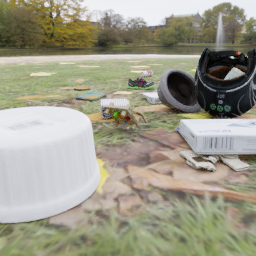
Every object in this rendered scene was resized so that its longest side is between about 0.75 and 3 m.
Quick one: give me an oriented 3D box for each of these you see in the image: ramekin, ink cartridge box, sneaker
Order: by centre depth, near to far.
[{"bbox_3d":[-1.968,0.484,5.615,2.779,1.355,2.779,0,18,0],"label":"ramekin"},{"bbox_3d":[2.826,0.090,7.720,2.619,0.533,2.624,0,12,-1],"label":"ink cartridge box"},{"bbox_3d":[1.419,-1.434,13.218,1.186,0.369,1.474,-6,14,-17],"label":"ink cartridge box"},{"bbox_3d":[0.758,-2.589,16.125,1.626,0.681,0.624,1,18,4],"label":"sneaker"}]

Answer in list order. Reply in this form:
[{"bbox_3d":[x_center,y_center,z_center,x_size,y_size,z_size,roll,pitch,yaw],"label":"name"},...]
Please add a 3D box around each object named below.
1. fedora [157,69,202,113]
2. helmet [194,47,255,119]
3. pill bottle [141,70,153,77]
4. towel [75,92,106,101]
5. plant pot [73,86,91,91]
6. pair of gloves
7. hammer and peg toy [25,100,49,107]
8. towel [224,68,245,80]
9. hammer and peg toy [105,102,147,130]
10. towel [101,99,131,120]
[{"bbox_3d":[2.043,-1.426,11.600,2.149,1.901,0.970,16,-25,-25],"label":"fedora"},{"bbox_3d":[3.604,-1.616,10.145,2.605,2.605,2.484,8,-18,24],"label":"helmet"},{"bbox_3d":[1.434,-4.091,21.102,0.823,0.462,0.462,-12,22,-35],"label":"pill bottle"},{"bbox_3d":[-1.815,-1.546,13.824,1.022,0.151,1.393,7,21,21],"label":"towel"},{"bbox_3d":[-2.629,-2.270,16.043,0.992,0.136,0.992,0,19,0],"label":"plant pot"},{"bbox_3d":[2.046,0.714,6.718,1.349,0.237,1.147,-2,18,-9],"label":"pair of gloves"},{"bbox_3d":[-2.805,-0.467,8.953,0.986,0.726,0.348,9,13,-32],"label":"hammer and peg toy"},{"bbox_3d":[3.807,-1.675,10.263,0.243,1.008,0.863,27,23,-17],"label":"towel"},{"bbox_3d":[-0.020,-0.333,8.667,1.301,0.957,0.459,10,61,36],"label":"hammer and peg toy"},{"bbox_3d":[-0.488,-0.739,10.681,1.116,0.577,1.348,0,16,-6],"label":"towel"}]
